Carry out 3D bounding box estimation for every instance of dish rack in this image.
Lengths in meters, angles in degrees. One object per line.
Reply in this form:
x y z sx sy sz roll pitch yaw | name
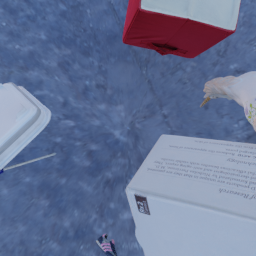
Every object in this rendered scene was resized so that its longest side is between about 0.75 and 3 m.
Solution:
-2.484 -0.106 5.235 1.703 0.432 1.984 -46 45 -10 | dish rack

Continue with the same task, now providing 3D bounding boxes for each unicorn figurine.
2.350 -0.548 4.950 1.781 2.593 0.958 -3 109 7 | unicorn figurine

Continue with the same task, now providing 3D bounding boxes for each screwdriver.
-2.348 0.792 5.636 1.889 0.275 0.263 -15 99 -25 | screwdriver

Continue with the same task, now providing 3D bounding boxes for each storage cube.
1.107 -2.869 6.070 1.958 2.059 2.291 10 89 -9 | storage cube

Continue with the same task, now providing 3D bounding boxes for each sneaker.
-0.382 2.623 6.121 0.327 0.280 0.797 -42 45 -19 | sneaker

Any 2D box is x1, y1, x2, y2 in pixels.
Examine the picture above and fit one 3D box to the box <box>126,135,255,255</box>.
1.495 1.556 4.673 2.375 2.362 1.552 6 37 30 | box
